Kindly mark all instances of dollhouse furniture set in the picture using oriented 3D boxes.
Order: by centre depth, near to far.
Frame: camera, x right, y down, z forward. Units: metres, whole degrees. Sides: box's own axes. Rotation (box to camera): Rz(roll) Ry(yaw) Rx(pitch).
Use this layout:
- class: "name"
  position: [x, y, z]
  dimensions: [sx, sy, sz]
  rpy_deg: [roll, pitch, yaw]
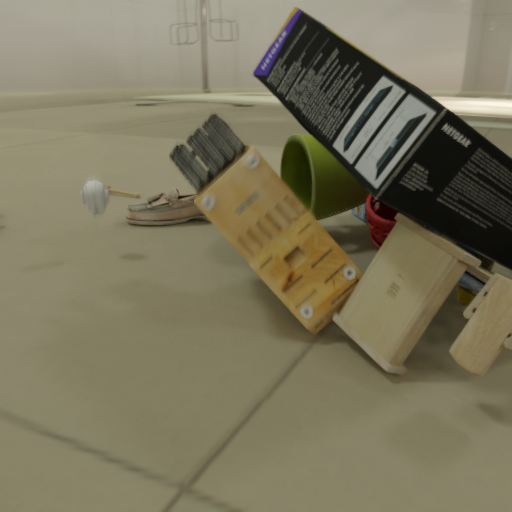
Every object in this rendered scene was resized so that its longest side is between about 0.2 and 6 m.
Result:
- class: "dollhouse furniture set"
  position: [2.539, 0.819, 6.666]
  dimensions: [2.314, 1.510, 2.184]
  rpy_deg: [18, 18, -38]

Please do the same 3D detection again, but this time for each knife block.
- class: "knife block"
  position: [0.067, -0.613, 7.906]
  dimensions: [0.984, 3.075, 2.700]
  rpy_deg: [-41, 7, 6]

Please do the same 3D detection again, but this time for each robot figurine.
- class: "robot figurine"
  position: [-2.704, -0.994, 9.422]
  dimensions: [0.510, 0.602, 0.340]
  rpy_deg: [-5, 22, 8]

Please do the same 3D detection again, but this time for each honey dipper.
- class: "honey dipper"
  position: [-3.324, -1.556, 13.571]
  dimensions: [1.213, 0.230, 0.230]
  rpy_deg: [12, 24, 24]

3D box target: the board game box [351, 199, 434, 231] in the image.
- class: "board game box"
  position: [2.828, -0.898, 11.252]
  dimensions: [1.986, 0.613, 1.987]
  rpy_deg: [6, 22, 18]

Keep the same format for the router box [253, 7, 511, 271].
- class: "router box"
  position: [2.392, -1.364, 7.670]
  dimensions: [4.277, 1.117, 3.363]
  rpy_deg: [19, 26, -38]

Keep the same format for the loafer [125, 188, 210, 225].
- class: "loafer"
  position: [-1.476, -1.129, 11.628]
  dimensions: [2.460, 0.774, 0.885]
  rpy_deg: [-4, 21, -10]

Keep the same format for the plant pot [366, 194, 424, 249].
- class: "plant pot"
  position: [2.428, -0.627, 9.751]
  dimensions: [1.017, 0.926, 1.017]
  rpy_deg: [-5, 51, 7]

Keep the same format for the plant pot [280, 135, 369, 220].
- class: "plant pot"
  position: [1.550, -1.483, 10.520]
  dimensions: [1.749, 1.637, 1.637]
  rpy_deg: [-6, 22, -17]
